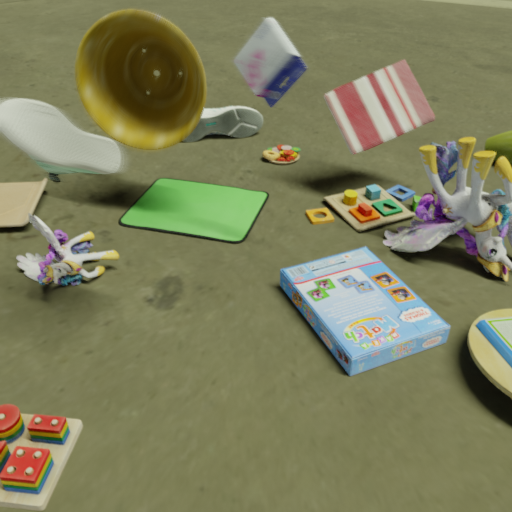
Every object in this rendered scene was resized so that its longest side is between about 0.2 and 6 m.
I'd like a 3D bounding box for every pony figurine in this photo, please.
[{"bbox_3d":[-3.799,-0.017,10.985,1.574,1.358,1.631,34,32,27],"label":"pony figurine"},{"bbox_3d":[4.098,-0.951,11.386,2.287,2.746,2.651,-27,26,-22],"label":"pony figurine"}]

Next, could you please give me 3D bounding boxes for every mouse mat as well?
[{"bbox_3d":[-1.423,-1.159,13.443,3.090,0.116,2.487,10,36,13],"label":"mouse mat"}]

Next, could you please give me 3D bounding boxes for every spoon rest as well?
[{"bbox_3d":[5.274,-0.646,11.427,0.806,1.321,2.658,-23,49,-39],"label":"spoon rest"}]

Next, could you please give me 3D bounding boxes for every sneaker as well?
[{"bbox_3d":[-3.111,-1.578,8.078,1.251,0.780,2.120,0,-8,25],"label":"sneaker"},{"bbox_3d":[-1.163,-4.139,17.016,2.730,0.960,1.094,-6,32,-7],"label":"sneaker"}]

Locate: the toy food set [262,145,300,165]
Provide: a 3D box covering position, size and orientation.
[{"bbox_3d":[0.730,-2.862,15.769,0.999,0.243,0.989,15,37,21],"label":"toy food set"}]

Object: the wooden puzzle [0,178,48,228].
[{"bbox_3d":[-6.168,-1.154,13.229,2.186,0.407,2.022,-7,35,-2],"label":"wooden puzzle"}]

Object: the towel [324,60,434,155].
[{"bbox_3d":[2.898,-3.497,13.229,2.261,1.628,0.257,-25,-5,-9],"label":"towel"}]

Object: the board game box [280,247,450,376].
[{"bbox_3d":[1.861,0.875,10.146,1.955,0.473,2.585,-14,37,-19],"label":"board game box"}]

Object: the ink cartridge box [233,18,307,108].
[{"bbox_3d":[0.227,-3.446,10.075,0.244,1.107,1.127,-23,77,-46],"label":"ink cartridge box"}]

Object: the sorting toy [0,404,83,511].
[{"bbox_3d":[-3.283,2.633,7.605,1.351,0.473,1.359,4,35,6],"label":"sorting toy"}]

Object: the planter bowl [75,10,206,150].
[{"bbox_3d":[-2.291,-3.814,12.008,2.821,2.821,1.175,6,31,9],"label":"planter bowl"}]

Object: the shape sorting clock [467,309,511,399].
[{"bbox_3d":[4.789,1.723,8.841,2.828,0.555,2.828,2,30,-1],"label":"shape sorting clock"}]

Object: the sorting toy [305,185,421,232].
[{"bbox_3d":[2.653,-1.252,13.287,3.030,0.413,1.706,-16,38,-21],"label":"sorting toy"}]

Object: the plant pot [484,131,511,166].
[{"bbox_3d":[6.941,-2.944,15.321,1.192,1.115,1.115,6,32,37],"label":"plant pot"}]
